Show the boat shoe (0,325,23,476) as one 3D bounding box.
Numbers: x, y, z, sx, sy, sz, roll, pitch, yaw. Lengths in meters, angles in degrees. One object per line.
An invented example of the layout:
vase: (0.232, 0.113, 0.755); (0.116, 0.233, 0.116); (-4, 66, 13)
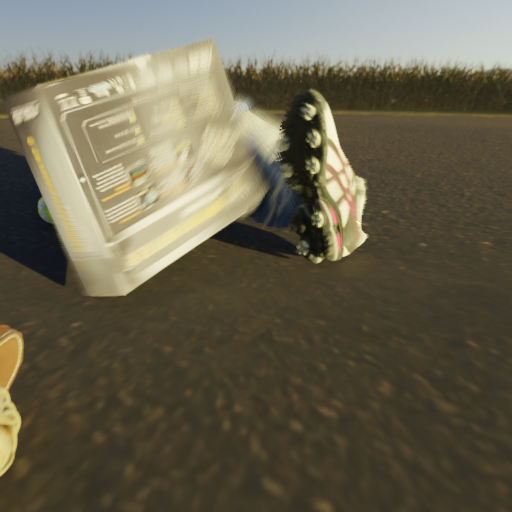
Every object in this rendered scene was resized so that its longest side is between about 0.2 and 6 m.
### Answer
boat shoe: (-2.407, 1.506, 4.460); (0.977, 1.001, 2.647); (6, 27, 0)

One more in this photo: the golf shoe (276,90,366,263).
golf shoe: (1.167, -1.355, 9.627); (1.273, 2.889, 1.115); (-16, 14, -37)

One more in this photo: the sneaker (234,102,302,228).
sneaker: (0.082, -2.066, 11.346); (1.476, 1.335, 3.466); (-16, 60, -35)

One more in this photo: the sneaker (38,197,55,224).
sneaker: (-3.823, -1.368, 12.990); (2.394, 0.907, 1.258); (-9, 20, -22)

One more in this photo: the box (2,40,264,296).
box: (-1.584, -1.535, 8.816); (0.903, 2.960, 3.738); (-2, 25, 38)
